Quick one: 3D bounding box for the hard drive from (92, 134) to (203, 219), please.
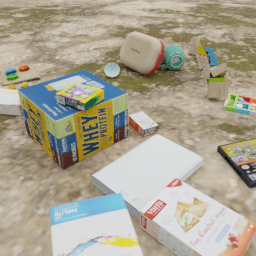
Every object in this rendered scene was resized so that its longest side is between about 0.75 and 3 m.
[{"bbox_3d":[0.636,1.263,8.354,1.903,0.379,2.885,29,43,35],"label":"hard drive"}]

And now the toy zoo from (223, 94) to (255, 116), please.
[{"bbox_3d":[5.083,-0.940,11.747,1.932,0.198,1.268,14,36,20],"label":"toy zoo"}]

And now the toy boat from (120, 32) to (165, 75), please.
[{"bbox_3d":[0.966,-3.944,15.155,1.920,1.916,2.937,10,20,-46],"label":"toy boat"}]

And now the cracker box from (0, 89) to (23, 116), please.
[{"bbox_3d":[-5.044,-1.104,11.688,1.878,0.542,1.258,6,35,8],"label":"cracker box"}]

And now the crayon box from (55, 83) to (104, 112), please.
[{"bbox_3d":[-1.432,-0.951,8.408,1.097,0.320,0.947,19,37,25],"label":"crayon box"}]

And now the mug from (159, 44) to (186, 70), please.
[{"bbox_3d":[2.415,-3.629,15.018,1.195,1.454,0.899,14,33,-22],"label":"mug"}]

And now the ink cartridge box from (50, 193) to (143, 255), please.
[{"bbox_3d":[-0.564,2.626,5.301,1.521,1.528,2.083,-9,35,-13],"label":"ink cartridge box"}]

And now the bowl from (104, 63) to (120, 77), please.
[{"bbox_3d":[-0.820,-2.933,14.414,0.775,0.775,0.417,-2,-8,-2],"label":"bowl"}]

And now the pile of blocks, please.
[{"bbox_3d":[3.560,-2.634,12.304,1.205,2.936,0.912,-24,5,10],"label":"pile of blocks"}]

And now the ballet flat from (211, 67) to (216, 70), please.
[{"bbox_3d":[4.514,-3.039,14.735,1.002,0.327,0.353,-29,44,-36],"label":"ballet flat"}]

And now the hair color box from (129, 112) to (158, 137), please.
[{"bbox_3d":[0.557,-0.159,10.468,0.623,0.359,1.123,-16,36,-23],"label":"hair color box"}]

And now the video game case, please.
[{"bbox_3d":[4.173,1.000,8.853,1.994,0.254,1.802,-10,36,-12],"label":"video game case"}]

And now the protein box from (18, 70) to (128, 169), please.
[{"bbox_3d":[-1.836,-0.475,9.623,2.668,1.800,2.649,-26,42,-33],"label":"protein box"}]

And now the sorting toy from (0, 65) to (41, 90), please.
[{"bbox_3d":[-5.428,-2.593,14.056,1.909,0.343,2.562,-15,37,-20],"label":"sorting toy"}]

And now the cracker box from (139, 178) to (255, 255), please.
[{"bbox_3d":[1.590,2.294,6.572,2.278,0.657,1.526,26,42,34],"label":"cracker box"}]
